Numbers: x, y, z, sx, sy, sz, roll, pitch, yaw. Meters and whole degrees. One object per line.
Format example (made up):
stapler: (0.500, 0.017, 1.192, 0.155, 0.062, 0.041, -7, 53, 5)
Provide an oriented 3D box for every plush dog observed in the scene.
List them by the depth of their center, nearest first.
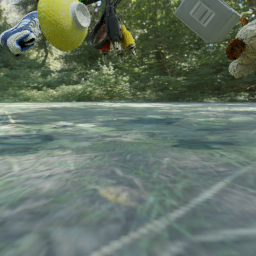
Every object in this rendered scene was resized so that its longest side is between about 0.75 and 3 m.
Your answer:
plush dog: (2.191, -1.518, 4.729, 1.263, 1.014, 1.085, -25, 1, 23)

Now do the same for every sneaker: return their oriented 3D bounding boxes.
sneaker: (-3.184, -3.135, 9.310, 1.438, 0.791, 1.964, 29, 62, 38)

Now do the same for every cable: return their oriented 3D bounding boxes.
cable: (-0.476, -3.011, 7.775, 1.239, 2.550, 0.642, -7, -17, 10)

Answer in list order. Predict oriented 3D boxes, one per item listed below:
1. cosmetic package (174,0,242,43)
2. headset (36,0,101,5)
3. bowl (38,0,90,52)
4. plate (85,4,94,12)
cosmetic package: (2.798, -3.795, 9.478, 1.518, 1.282, 2.842, 42, 32, 6)
headset: (-1.051, -3.070, 5.215, 1.535, 1.168, 2.486, -12, 45, -4)
bowl: (-0.805, -1.536, 3.950, 0.447, 0.831, 0.831, -5, 3, 29)
plate: (-1.568, -3.838, 8.320, 0.951, 0.154, 0.949, 15, -26, 27)
